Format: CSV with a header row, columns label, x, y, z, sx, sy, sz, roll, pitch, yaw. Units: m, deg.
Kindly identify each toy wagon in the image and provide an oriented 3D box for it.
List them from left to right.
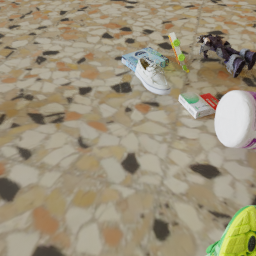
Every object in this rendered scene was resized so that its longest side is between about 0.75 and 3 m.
label,x,y,z,sx,sy,sz,roll,pitch,yaw
toy wagon,1.829,-2.653,10.002,0.299,1.510,1.171,-19,17,14

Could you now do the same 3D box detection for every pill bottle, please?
label,x,y,z,sx,sy,sz,roll,pitch,yaw
pill bottle,3.544,-0.146,6.886,2.453,1.377,1.377,4,40,-13

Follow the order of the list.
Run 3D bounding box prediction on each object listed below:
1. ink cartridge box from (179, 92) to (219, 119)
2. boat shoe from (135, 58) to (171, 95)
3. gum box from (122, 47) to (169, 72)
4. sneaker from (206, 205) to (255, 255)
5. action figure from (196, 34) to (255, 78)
label,x,y,z,sx,sy,sz,roll,pitch,yaw
ink cartridge box,2.343,-0.814,8.719,1.208,0.303,0.972,-17,45,-17
boat shoe,0.819,-1.794,8.981,0.697,0.805,1.887,-9,38,-19
gum box,0.656,-2.558,10.638,1.375,0.306,1.168,-25,49,-26
sneaker,1.533,1.976,4.371,0.720,1.943,0.812,13,18,-11
action figure,3.580,-2.929,10.668,1.621,0.864,2.491,-17,45,-22
